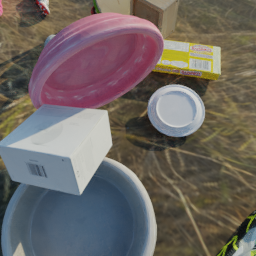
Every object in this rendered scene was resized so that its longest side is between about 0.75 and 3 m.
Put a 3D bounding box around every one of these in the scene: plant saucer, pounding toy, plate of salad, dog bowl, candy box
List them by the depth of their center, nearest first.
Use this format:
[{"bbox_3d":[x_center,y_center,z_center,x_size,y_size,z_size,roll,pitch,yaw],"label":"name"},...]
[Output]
[{"bbox_3d":[-0.865,1.829,5.190,2.973,0.872,2.973,1,71,-2],"label":"dog bowl"},{"bbox_3d":[-0.662,-1.257,5.659,2.840,2.840,0.720,-24,75,-14],"label":"plant saucer"},{"bbox_3d":[1.223,-0.436,7.178,1.455,0.349,1.455,0,70,1],"label":"plate of salad"},{"bbox_3d":[1.424,-2.034,8.086,2.412,0.319,1.233,10,51,6],"label":"candy box"},{"bbox_3d":[0.595,-3.858,8.252,1.744,1.985,0.908,37,66,20],"label":"pounding toy"},{"bbox_3d":[-0.625,-4.194,9.015,1.551,0.932,2.009,-4,94,-37],"label":"pounding toy"}]

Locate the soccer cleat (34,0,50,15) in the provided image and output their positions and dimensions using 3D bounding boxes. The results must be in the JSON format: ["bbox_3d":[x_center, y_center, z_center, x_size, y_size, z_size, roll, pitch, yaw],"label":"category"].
[{"bbox_3d":[-2.807,-4.157,9.416,0.406,0.327,0.954,-33,60,-14],"label":"soccer cleat"}]

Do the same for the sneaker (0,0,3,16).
[{"bbox_3d":[-5.018,-4.442,9.226,1.417,1.174,2.971,-15,53,-1],"label":"sneaker"}]

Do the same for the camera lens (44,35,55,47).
[{"bbox_3d":[-1.911,-2.279,8.093,0.808,0.646,0.646,26,62,15],"label":"camera lens"}]

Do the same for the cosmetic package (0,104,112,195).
[{"bbox_3d":[-1.154,0.291,4.776,1.330,0.820,1.335,7,37,20],"label":"cosmetic package"}]

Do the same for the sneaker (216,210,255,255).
[{"bbox_3d":[2.561,2.222,5.422,2.089,0.788,0.798,-42,74,-11],"label":"sneaker"}]
